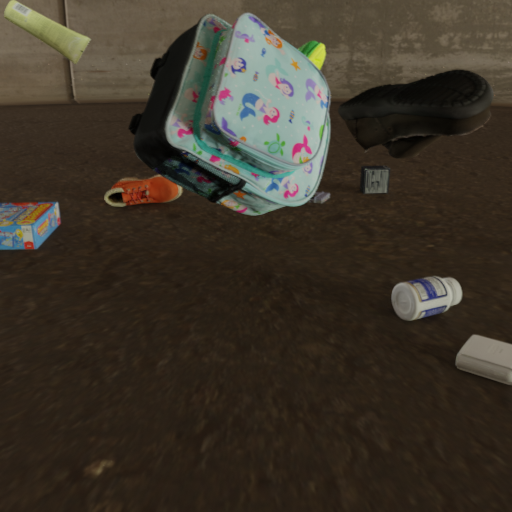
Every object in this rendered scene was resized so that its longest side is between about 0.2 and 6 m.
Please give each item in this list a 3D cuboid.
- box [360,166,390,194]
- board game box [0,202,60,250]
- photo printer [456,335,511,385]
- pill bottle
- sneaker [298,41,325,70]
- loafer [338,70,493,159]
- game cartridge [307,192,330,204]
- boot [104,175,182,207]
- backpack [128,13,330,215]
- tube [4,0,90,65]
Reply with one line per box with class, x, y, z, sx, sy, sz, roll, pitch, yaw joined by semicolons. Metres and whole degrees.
box;3.465;-2.234;16.401;0.754;0.760;0.468;-2;21;-6
board game box;-5.617;-0.690;12.538;1.898;0.542;1.939;-2;20;-3
photo printer;3.154;1.369;7.359;0.845;0.293;0.703;15;25;35
pill bottle;2.721;0.646;8.880;1.004;0.601;0.601;-9;22;-25
sneaker;0.028;-3.613;11.923;3.350;1.400;1.241;-36;-6;0
loafer;2.612;-2.204;9.126;1.172;1.146;3.212;-32;22;-12
game cartridge;1.423;-1.693;15.783;1.136;0.218;0.737;9;18;24
boot;-3.036;-1.666;15.030;2.063;0.774;1.106;-2;22;20
backpack;-0.092;-1.890;8.054;2.658;2.360;2.001;29;-25;-37
tube;-3.589;-3.844;9.586;1.362;0.395;0.353;27;36;-12
